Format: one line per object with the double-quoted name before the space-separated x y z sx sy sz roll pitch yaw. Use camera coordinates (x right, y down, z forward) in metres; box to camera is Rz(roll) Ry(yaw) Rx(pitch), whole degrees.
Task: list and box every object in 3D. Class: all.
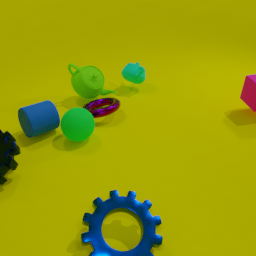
"cube" 4.352 -1.175 9.104 0.886 0.886 0.886 -9 39 -10
"gear" -3.523 0.775 6.783 1.739 0.322 1.739 -5 53 7
"teapot" 0.236 -2.151 10.761 0.950 0.748 1.527 21 -2 -25
"gear" -0.114 1.878 5.131 1.464 0.271 1.464 5 54 -7
"ring" -0.916 -0.680 9.283 1.373 0.275 1.373 -11 23 5
"cylinder" -2.635 -0.277 8.297 0.905 0.905 0.905 -24 40 -37
"ball" -1.438 -0.101 8.040 0.976 0.976 0.976 0 34 0
"teapot" -1.288 -1.637 9.867 1.945 0.952 1.210 33 58 -21
